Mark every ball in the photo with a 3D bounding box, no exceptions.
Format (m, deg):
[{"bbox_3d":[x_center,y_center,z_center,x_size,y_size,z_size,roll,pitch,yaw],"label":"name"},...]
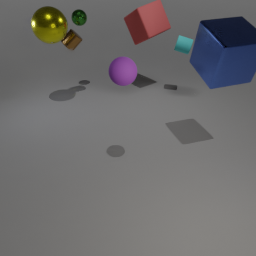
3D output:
[{"bbox_3d":[-3.096,-4.059,11.085,1.400,1.400,1.400,0,30,0],"label":"ball"},{"bbox_3d":[-0.125,-1.380,6.822,0.700,0.700,0.700,0,30,0],"label":"ball"},{"bbox_3d":[-2.207,-4.996,12.680,0.700,0.700,0.700,0,30,0],"label":"ball"}]

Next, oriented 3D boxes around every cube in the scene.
[{"bbox_3d":[0.911,-5.008,13.357,1.400,1.400,1.400,-31,15,-23],"label":"cube"},{"bbox_3d":[2.814,-2.164,8.021,1.400,1.400,1.400,-11,50,-14],"label":"cube"}]

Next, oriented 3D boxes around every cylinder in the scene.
[{"bbox_3d":[-2.539,-3.969,12.656,0.700,0.700,0.700,42,15,-14],"label":"cylinder"},{"bbox_3d":[2.615,-3.905,13.169,0.700,0.700,0.700,19,32,2],"label":"cylinder"}]
